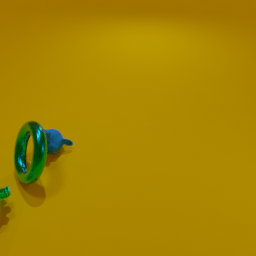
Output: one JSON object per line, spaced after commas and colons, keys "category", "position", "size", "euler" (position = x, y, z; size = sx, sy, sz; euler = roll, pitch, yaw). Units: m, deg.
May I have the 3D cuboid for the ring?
{"category": "ring", "position": [-2.379, 0.582, 6.763], "size": [0.307, 1.537, 1.537], "euler": [8, 30, -40]}

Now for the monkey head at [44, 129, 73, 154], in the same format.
{"category": "monkey head", "position": [-2.103, 0.241, 7.600], "size": [1.166, 0.839, 0.703], "euler": [24, 41, 10]}

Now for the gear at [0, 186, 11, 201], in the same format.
{"category": "gear", "position": [-3.145, 1.540, 5.982], "size": [1.169, 0.216, 1.169], "euler": [-17, -1, 0]}
